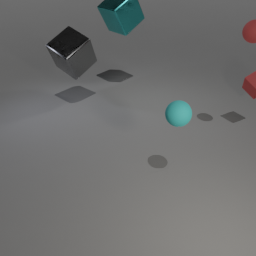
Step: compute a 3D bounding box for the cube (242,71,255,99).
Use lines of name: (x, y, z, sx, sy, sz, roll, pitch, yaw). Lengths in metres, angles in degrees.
cube: (4.909, -1.673, 10.680, 0.700, 0.700, 0.700, -31, 63, -3)

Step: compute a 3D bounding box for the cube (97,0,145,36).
cube: (-0.324, -5.527, 13.408, 1.400, 1.400, 1.400, -47, 49, -12)

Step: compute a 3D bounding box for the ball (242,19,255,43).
ball: (3.914, -2.987, 8.668, 0.700, 0.700, 0.700, 0, 31, 0)

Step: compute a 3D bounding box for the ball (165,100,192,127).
ball: (1.329, -0.378, 7.379, 0.700, 0.700, 0.700, 0, 31, 0)

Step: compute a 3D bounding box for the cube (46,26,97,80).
cube: (-2.446, -3.286, 12.321, 1.400, 1.400, 1.400, 36, 73, 23)
